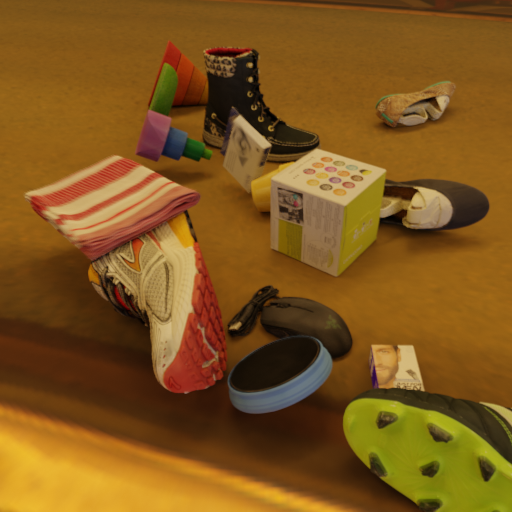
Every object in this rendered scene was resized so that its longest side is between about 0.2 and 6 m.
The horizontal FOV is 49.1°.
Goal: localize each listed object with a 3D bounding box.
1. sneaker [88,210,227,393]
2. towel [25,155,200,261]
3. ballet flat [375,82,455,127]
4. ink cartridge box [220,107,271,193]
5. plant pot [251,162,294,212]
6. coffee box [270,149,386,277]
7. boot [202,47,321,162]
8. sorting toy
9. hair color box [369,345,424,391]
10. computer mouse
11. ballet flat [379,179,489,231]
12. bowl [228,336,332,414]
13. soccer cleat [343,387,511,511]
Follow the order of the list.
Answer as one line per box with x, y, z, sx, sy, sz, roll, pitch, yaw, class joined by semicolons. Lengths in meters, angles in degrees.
-1.256;0.458;6.908;1.432;1.357;3.485;-18;31;-7;sneaker
-2.016;-0.794;7.569;1.612;0.255;2.238;-32;40;-27;towel
3.668;-3.279;12.428;2.275;0.802;0.743;-21;67;-21;ballet flat
-0.268;-1.795;9.571;0.218;1.073;1.075;-27;63;-32;ink cartridge box
0.355;-1.063;9.267;0.775;0.824;0.824;-12;35;11;plant pot
1.049;-0.667;8.282;1.229;1.243;1.241;24;43;29;coffee box
0.058;-2.904;10.770;2.500;1.888;0.902;14;39;19;boot
-1.450;-3.072;11.779;1.602;1.613;4.651;17;31;-16;sorting toy
1.574;1.418;6.272;0.501;0.297;0.916;1;35;2;hair color box
0.485;0.792;7.019;1.532;0.404;1.061;19;40;24;computer mouse
2.273;-0.771;8.767;2.502;0.914;0.914;12;38;25;ballet flat
0.227;1.227;5.978;1.162;0.228;1.162;-22;15;6;bowl
2.428;1.880;5.195;3.208;1.083;1.300;13;19;17;soccer cleat
